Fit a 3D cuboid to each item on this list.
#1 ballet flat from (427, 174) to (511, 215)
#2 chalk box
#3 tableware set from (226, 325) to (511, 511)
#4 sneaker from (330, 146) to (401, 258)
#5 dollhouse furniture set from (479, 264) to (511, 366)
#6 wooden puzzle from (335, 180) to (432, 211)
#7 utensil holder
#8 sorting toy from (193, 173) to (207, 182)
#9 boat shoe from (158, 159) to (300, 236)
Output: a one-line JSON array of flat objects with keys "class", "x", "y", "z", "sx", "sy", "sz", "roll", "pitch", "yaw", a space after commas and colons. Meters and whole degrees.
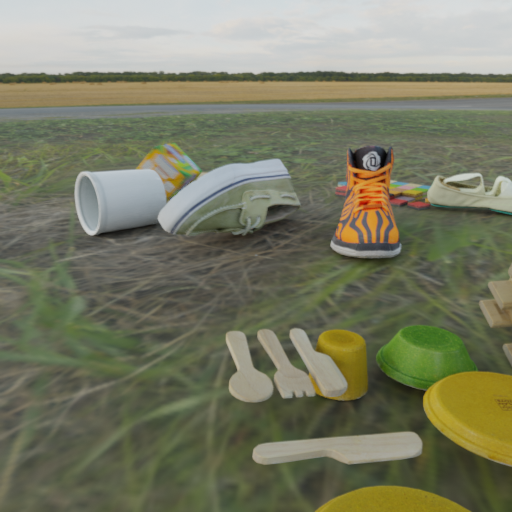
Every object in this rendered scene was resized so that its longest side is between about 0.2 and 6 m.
[{"class": "ballet flat", "x": 4.737, "y": -1.297, "z": 11.503, "sx": 2.310, "sy": 0.803, "sz": 0.803, "roll": 6, "pitch": 19, "yaw": 10}, {"class": "chalk box", "x": -1.873, "y": -1.809, "z": 12.192, "sx": 0.927, "sy": 0.920, "sz": 1.485, "roll": 44, "pitch": 20, "yaw": -2}, {"class": "tableware set", "x": 1.241, "y": 1.475, "z": 3.802, "sx": 2.607, "sy": 0.594, "sz": 3.871, "roll": -1, "pitch": 17, "yaw": -12}, {"class": "sneaker", "x": 1.817, "y": -1.002, "z": 9.400, "sx": 1.111, "sy": 1.605, "sz": 2.865, "roll": 1, "pitch": 19, "yaw": 4}, {"class": "dollhouse furniture set", "x": 3.186, "y": 0.502, "z": 4.943, "sx": 1.289, "sy": 1.700, "sz": 1.940, "roll": -4, "pitch": 45, "yaw": -6}, {"class": "wooden puzzle", "x": 3.064, "y": -1.511, "z": 13.144, "sx": 2.891, "sy": 0.203, "sz": 1.714, "roll": 16, "pitch": 24, "yaw": 40}, {"class": "utensil holder", "x": -2.476, "y": -1.026, "z": 10.287, "sx": 1.327, "sy": 1.128, "sz": 1.128, "roll": -12, "pitch": 22, "yaw": -36}, {"class": "sorting toy", "x": -1.620, "y": -1.700, "z": 13.392, "sx": 1.160, "sy": 0.406, "sz": 1.168, "roll": 3, "pitch": 19, "yaw": 10}, {"class": "boat shoe", "x": -0.246, "y": -0.923, "z": 9.812, "sx": 1.235, "sy": 1.064, "sz": 3.430, "roll": -42, "pitch": -9, "yaw": 39}]
